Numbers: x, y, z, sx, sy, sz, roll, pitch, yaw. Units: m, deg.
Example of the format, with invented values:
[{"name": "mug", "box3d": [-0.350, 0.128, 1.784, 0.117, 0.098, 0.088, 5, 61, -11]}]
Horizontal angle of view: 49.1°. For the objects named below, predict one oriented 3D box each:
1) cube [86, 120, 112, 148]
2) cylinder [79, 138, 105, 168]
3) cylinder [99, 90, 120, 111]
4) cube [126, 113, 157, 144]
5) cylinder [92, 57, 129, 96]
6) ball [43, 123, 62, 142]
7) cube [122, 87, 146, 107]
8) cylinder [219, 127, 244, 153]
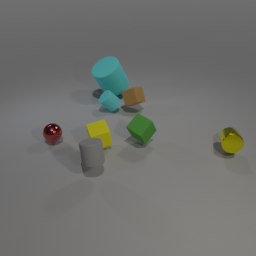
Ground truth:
[{"name": "cube", "box3d": [-1.024, 0.247, 9.946, 0.700, 0.700, 0.700, -17, 43, -11]}, {"name": "cylinder", "box3d": [-1.083, 0.733, 8.428, 0.700, 0.700, 0.700, -6, 16, 2]}, {"name": "cylinder", "box3d": [-0.822, -1.218, 12.576, 0.700, 0.700, 0.700, -32, 38, 29]}, {"name": "cube", "box3d": [0.489, 0.027, 10.062, 0.700, 0.700, 0.700, 32, 76, 32]}, {"name": "cylinder", "box3d": [-0.851, -2.507, 13.699, 1.400, 1.400, 1.400, -14, 50, 17]}, {"name": "ball", "box3d": [-2.777, 0.173, 10.308, 0.700, 0.700, 0.700, 0, 29, 0]}, {"name": "cube", "box3d": [0.257, -1.408, 12.591, 0.700, 0.700, 0.700, -16, -1, 36]}, {"name": "cylinder", "box3d": [3.507, 0.407, 9.545, 0.700, 0.700, 0.700, 5, 20, 8]}]
